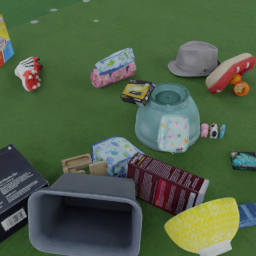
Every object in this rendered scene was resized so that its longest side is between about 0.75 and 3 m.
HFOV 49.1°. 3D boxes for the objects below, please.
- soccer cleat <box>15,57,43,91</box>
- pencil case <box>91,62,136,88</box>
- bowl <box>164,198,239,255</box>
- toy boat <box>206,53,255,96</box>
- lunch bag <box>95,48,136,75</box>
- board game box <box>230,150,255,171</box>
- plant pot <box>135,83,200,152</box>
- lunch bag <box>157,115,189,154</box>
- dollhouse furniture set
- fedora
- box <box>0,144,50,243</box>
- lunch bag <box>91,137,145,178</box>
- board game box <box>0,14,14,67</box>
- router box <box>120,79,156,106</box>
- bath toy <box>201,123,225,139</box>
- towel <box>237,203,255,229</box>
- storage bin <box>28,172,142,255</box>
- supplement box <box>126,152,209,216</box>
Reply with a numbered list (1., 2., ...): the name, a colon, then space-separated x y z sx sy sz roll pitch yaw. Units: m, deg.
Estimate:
1. soccer cleat: -5.024 -2.642 13.870 1.243 1.001 2.918 -12 40 1
2. pencil case: -0.711 -2.777 13.965 2.322 0.961 1.005 -24 82 -24
3. bowl: 2.081 2.748 7.325 2.019 2.019 1.086 -12 59 -13
4. toy boat: 5.001 -2.257 13.168 2.646 1.727 1.729 -26 78 -26
5. lunch bag: -0.547 -2.876 12.158 1.344 0.690 1.672 -10 22 34
6. board game box: 4.367 1.197 10.181 1.202 0.169 0.813 4 43 4
7. plant pot: 1.536 -0.642 10.894 2.630 1.762 2.630 -3 41 3
8. lunch bag: 1.275 0.174 7.977 0.876 1.093 0.421 5 1 2
9. dollhouse furniture set: -1.551 1.194 9.473 1.312 1.124 1.379 -14 44 -14
10. fedora: 3.565 -3.757 14.707 2.811 1.269 2.486 -2 38 -2
11. box: -3.909 2.017 8.464 2.420 1.260 2.203 -32 53 -31
12. lunch bag: -0.328 0.975 9.817 1.526 0.972 1.298 -26 48 -33
13. board game box: -7.031 -4.622 14.962 0.462 2.292 1.754 7 43 10
14. router box: 0.340 -1.301 10.140 1.105 0.289 0.869 17 73 43
15. bath toy: 3.134 0.057 11.182 1.378 0.509 0.599 3 42 4
16. towel: 3.525 2.645 8.501 1.238 0.300 0.691 -9 42 -10
17. storage bin: -0.995 2.348 7.858 2.847 2.072 1.912 5 15 6
18. supplement box: 1.113 1.807 8.627 2.385 1.298 0.726 21 35 20
